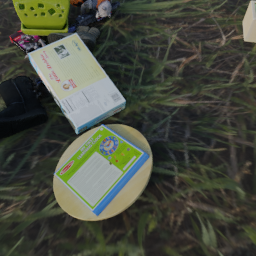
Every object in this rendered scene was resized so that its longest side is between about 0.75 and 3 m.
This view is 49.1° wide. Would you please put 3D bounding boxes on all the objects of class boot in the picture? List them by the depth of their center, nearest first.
[{"bbox_3d":[-3.441,-0.669,8.130,2.043,0.756,1.674,-20,60,-21],"label":"boot"},{"bbox_3d":[-1.907,-3.285,10.081,1.723,0.583,1.125,9,50,-1],"label":"boot"}]

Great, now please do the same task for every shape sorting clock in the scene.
[{"bbox_3d":[-0.643,0.985,6.860,2.591,0.508,2.591,-10,54,13],"label":"shape sorting clock"}]

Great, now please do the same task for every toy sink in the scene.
[{"bbox_3d":[5.217,-3.786,10.056,1.813,1.015,1.181,9,57,6],"label":"toy sink"}]

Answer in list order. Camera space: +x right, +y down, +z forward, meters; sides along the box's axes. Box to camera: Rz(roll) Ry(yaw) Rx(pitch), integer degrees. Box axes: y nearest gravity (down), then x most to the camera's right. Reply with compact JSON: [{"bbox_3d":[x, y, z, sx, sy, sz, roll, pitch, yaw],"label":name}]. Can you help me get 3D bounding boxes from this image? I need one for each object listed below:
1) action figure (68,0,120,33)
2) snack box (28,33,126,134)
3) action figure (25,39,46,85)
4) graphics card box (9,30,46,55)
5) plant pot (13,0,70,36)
[{"bbox_3d":[-1.636,-4.722,10.548,2.394,1.294,2.475,37,67,25],"label":"action figure"},{"bbox_3d":[-1.543,-1.411,8.406,1.666,0.532,2.867,-30,74,-18],"label":"snack box"},{"bbox_3d":[-2.637,-2.062,9.021,1.325,0.716,1.369,36,65,-7],"label":"action figure"},{"bbox_3d":[-3.572,-3.082,10.019,0.753,0.305,1.201,-39,65,-23],"label":"graphics card box"},{"bbox_3d":[-2.957,-4.314,9.820,1.857,1.694,1.866,-3,48,-12],"label":"plant pot"}]
